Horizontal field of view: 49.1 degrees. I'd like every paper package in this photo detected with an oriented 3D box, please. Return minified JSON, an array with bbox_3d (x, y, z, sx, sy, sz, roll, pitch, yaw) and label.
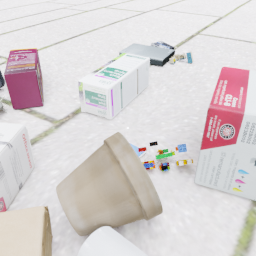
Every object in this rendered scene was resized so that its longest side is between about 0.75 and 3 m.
[{"bbox_3d":[-2.081,2.197,4.146,1.823,0.943,1.738,-6,35,-11],"label":"paper package"}]

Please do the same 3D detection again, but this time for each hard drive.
[{"bbox_3d":[0.891,-3.366,12.783,2.145,0.353,1.497,17,38,23],"label":"hard drive"}]

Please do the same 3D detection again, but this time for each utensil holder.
[{"bbox_3d":[-0.162,2.154,4.308,1.033,0.878,0.878,25,41,36],"label":"utensil holder"}]

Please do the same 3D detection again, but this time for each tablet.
[{"bbox_3d":[-0.125,0.577,7.281,1.047,0.072,0.681,25,42,33],"label":"tablet"}]

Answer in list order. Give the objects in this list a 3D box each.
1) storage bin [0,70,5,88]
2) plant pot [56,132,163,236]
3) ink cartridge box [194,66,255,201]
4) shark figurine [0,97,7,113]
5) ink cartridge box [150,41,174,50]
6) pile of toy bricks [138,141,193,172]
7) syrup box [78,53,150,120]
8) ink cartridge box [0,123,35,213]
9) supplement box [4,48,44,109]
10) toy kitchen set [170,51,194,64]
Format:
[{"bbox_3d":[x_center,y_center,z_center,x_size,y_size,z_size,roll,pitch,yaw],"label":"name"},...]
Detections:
[{"bbox_3d":[-5.773,-1.650,9.256,2.484,1.808,1.668,6,45,9],"label":"storage bin"},{"bbox_3d":[-0.427,1.179,5.245,1.511,1.741,1.741,-28,40,-9],"label":"plant pot"},{"bbox_3d":[3.172,0.212,5.988,2.898,2.106,2.096,13,37,18],"label":"ink cartridge box"},{"bbox_3d":[-3.975,-0.533,8.657,0.665,0.464,1.113,-35,27,8],"label":"shark figurine"},{"bbox_3d":[1.628,-4.034,13.855,0.664,0.262,1.335,-20,38,-25],"label":"ink cartridge box"},{"bbox_3d":[0.851,0.667,6.787,1.321,0.733,0.652,-9,-5,5],"label":"pile of toy bricks"},{"bbox_3d":[-0.356,-1.486,9.351,1.106,1.144,2.809,17,37,24],"label":"syrup box"},{"bbox_3d":[-2.704,0.874,5.777,0.722,1.278,1.744,5,34,7],"label":"ink cartridge box"},{"bbox_3d":[-3.511,-1.769,9.626,0.990,1.275,2.311,-9,35,-12],"label":"supplement box"},{"bbox_3d":[2.337,-2.955,12.225,0.818,0.482,0.655,-1,29,36],"label":"toy kitchen set"}]
